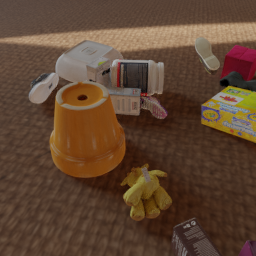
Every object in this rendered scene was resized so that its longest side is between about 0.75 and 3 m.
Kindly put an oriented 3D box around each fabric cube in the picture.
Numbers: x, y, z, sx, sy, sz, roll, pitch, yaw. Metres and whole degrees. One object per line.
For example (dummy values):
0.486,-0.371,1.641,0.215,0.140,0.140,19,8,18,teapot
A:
5.462,-3.037,13.617,1.357,1.331,1.353,25,48,26,fabric cube

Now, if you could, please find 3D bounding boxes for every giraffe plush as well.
0.386,1.690,8.152,1.362,1.579,1.280,-7,12,-16,giraffe plush

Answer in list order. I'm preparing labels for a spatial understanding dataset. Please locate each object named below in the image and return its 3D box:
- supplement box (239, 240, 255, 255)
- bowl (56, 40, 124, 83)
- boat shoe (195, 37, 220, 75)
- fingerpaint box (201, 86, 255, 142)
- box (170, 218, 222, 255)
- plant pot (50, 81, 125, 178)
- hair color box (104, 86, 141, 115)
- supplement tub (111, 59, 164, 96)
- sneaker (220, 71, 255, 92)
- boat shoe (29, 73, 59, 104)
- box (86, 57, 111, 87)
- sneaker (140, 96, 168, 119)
3.751,3.384,6.030,2.281,1.177,1.493,0,40,1,supplement box
-1.925,-3.432,14.199,2.946,1.100,2.942,24,49,23,bowl
2.839,-2.610,10.142,0.566,0.469,1.575,-20,62,1,boat shoe
4.447,-0.582,10.722,2.085,0.917,2.499,-32,39,-33,fingerpaint box
1.758,3.189,6.457,0.710,0.948,1.894,-17,42,-19,box
-1.395,-0.125,9.284,2.599,2.380,2.599,0,40,0,plant pot
-0.472,-1.135,11.595,1.964,0.972,0.596,5,40,6,hair color box
0.420,-2.232,12.449,2.225,1.561,1.561,2,40,3,supplement tub
5.095,-1.785,12.612,1.022,0.855,2.252,-24,36,-18,sneaker
-3.958,-1.871,12.601,0.802,0.849,2.367,8,38,9,boat shoe
-1.235,-2.068,12.118,0.524,1.743,1.016,25,45,27,box
1.147,-0.943,11.712,0.668,0.607,1.510,-21,43,-34,sneaker
